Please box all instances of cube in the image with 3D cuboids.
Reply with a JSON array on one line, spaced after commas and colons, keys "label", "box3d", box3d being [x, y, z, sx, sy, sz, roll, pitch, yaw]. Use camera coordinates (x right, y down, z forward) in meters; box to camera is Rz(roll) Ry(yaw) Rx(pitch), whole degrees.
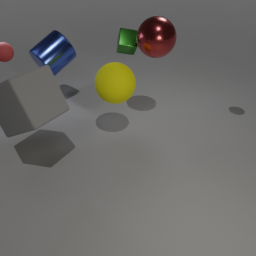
[{"label": "cube", "box3d": [-2.800, -0.743, 7.813, 1.400, 1.400, 1.400, -12, 19, 36]}, {"label": "cube", "box3d": [-0.028, -3.291, 10.691, 0.700, 0.700, 0.700, 5, -10, -9]}]

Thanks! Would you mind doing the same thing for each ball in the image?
[{"label": "ball", "box3d": [-4.511, -2.748, 10.154, 0.700, 0.700, 0.700, 0, 33, 0]}, {"label": "ball", "box3d": [-0.439, -1.528, 9.570, 1.400, 1.400, 1.400, 0, 33, 0]}, {"label": "ball", "box3d": [0.990, -3.160, 9.782, 1.400, 1.400, 1.400, 0, 33, 0]}]

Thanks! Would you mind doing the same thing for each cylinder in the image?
[{"label": "cylinder", "box3d": [-3.141, -3.105, 11.753, 1.400, 1.400, 1.400, -46, 49, -13]}]
